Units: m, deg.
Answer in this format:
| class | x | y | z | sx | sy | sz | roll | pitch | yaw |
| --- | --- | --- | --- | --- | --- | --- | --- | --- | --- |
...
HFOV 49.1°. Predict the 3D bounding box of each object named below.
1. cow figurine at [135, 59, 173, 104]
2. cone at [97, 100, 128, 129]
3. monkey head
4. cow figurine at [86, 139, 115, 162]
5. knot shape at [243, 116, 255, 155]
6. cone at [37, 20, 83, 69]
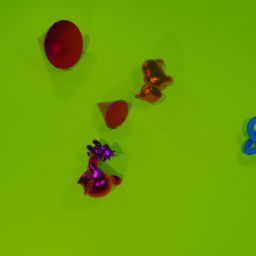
| class | x | y | z | sx | sy | sz | roll | pitch | yaw |
| --- | --- | --- | --- | --- | --- | --- | --- | --- | --- |
| cow figurine | 0.710 | -1.495 | 8.708 | 1.458 | 0.813 | 1.481 | -12 | 75 | -41 |
| cone | -0.661 | -0.599 | 8.718 | 0.963 | 0.960 | 0.960 | 30 | 69 | 34 |
| monkey head | -0.804 | 1.333 | 7.569 | 0.881 | 1.462 | 1.051 | 23 | 105 | 34 |
| cow figurine | -0.772 | 0.722 | 7.985 | 0.876 | 0.891 | 0.489 | 36 | 58 | 18 |
| knot shape | 3.699 | 0.333 | 7.595 | 0.557 | 1.207 | 1.129 | 4 | 28 | -28 |
| cone | -2.622 | -2.905 | 9.481 | 1.561 | 1.555 | 1.555 | 22 | 67 | 35 |
